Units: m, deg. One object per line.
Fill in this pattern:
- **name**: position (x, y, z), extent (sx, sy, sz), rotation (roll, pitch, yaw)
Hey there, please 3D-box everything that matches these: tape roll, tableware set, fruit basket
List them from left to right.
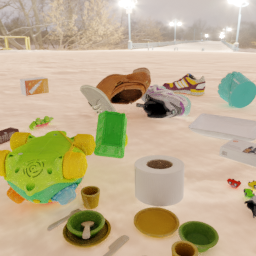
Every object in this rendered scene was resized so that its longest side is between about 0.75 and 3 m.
- **fruit basket**: position (-0.374, 0.212, 6.992), extent (0.869, 1.205, 1.205), rotation (8, 19, -8)
- **tableware set**: position (0.058, 1.731, 5.035), extent (2.794, 0.429, 1.882), rotation (14, 24, 36)
- **tape roll**: position (0.685, 1.122, 6.132), extent (1.094, 0.751, 1.094), rotation (-2, 15, 0)

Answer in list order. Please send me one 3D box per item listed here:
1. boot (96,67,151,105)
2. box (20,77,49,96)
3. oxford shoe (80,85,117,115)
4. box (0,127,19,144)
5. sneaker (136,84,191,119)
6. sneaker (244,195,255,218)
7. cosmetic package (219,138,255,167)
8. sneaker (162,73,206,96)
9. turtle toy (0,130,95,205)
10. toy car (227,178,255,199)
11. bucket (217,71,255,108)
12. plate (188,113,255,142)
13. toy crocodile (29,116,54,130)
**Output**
- **boot**: position (-0.453, -1.447, 11.262), extent (2.889, 1.065, 2.235), rotation (-24, 24, 23)
- **box**: position (-5.311, -2.387, 15.944), extent (1.397, 0.869, 0.681), rotation (-17, 26, -39)
- **oxford shoe**: position (-1.010, -0.787, 10.019), extent (0.737, 1.961, 0.566), rotation (-8, 48, 36)
- **box**: position (-4.115, 0.260, 9.337), extent (0.439, 0.329, 0.878), rotation (10, 20, 27)
- **sneaker**: position (1.011, -1.124, 12.002), extent (2.040, 1.134, 2.916), rotation (-14, 23, -36)
- **sneaker**: position (2.728, 1.638, 5.447), extent (0.685, 0.381, 0.980), rotation (-11, 13, -25)
- **cosmetic package**: position (3.466, 0.706, 8.068), extent (1.303, 0.337, 0.982), rotation (17, 23, 39)
- **sneaker**: position (3.205, -2.603, 16.091), extent (2.610, 1.176, 0.978), rotation (12, 23, 31)
- **turtle toy**: position (-1.693, 0.818, 6.225), extent (1.928, 1.337, 2.645), rotation (2, 19, 3)
- **toy car**: position (2.676, 1.402, 6.343), extent (0.763, 0.170, 0.718), rotation (2, 20, 9)
- **bucket**: position (5.150, -1.756, 13.188), extent (1.604, 1.604, 1.043), rotation (-5, 32, -13)
- **plate**: position (3.436, -0.002, 9.939), extent (2.158, 0.350, 2.163), rotation (12, 21, 25)
- **toy crocodile**: position (-3.279, -0.206, 10.638), extent (0.380, 0.347, 1.125), rotation (-30, -4, 32)
